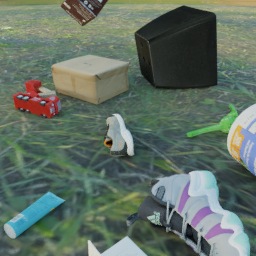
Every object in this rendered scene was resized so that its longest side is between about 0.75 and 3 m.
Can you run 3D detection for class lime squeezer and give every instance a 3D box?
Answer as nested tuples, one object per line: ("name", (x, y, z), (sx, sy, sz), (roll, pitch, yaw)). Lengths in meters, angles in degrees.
("lime squeezer", (3.052, -0.200, 8.781), (2.794, 0.527, 0.987), (-29, 9, -39))

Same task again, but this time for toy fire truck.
("toy fire truck", (-3.170, -1.093, 10.119), (2.297, 0.560, 1.620), (14, 32, 24))

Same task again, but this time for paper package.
("paper package", (-1.421, -2.040, 11.182), (2.293, 1.186, 2.185), (19, 34, 32))

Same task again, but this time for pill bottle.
("pill bottle", (3.597, 0.729, 5.722), (1.645, 1.645, 2.936), (-10, 31, -18))

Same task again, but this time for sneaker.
("sneaker", (0.863, 1.671, 4.866), (1.785, 0.992, 2.552), (-2, 20, -1))
("sneaker", (-0.377, 0.156, 7.794), (0.727, 0.678, 1.835), (-12, 31, -12))

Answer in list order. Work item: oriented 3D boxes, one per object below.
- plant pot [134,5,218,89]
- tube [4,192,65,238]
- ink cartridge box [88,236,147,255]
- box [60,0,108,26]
("plant pot", (1.880, -3.261, 11.911), (2.611, 2.944, 2.937), (-17, 32, -8))
("tube", (-1.822, 1.651, 5.505), (0.470, 0.306, 1.215), (24, 31, 23))
("ink cartridge box", (0.085, 2.187, 3.879), (0.519, 0.880, 1.529), (-22, 36, -35))
("box", (-1.583, -4.736, 10.445), (1.372, 1.139, 1.127), (7, 63, 59))
